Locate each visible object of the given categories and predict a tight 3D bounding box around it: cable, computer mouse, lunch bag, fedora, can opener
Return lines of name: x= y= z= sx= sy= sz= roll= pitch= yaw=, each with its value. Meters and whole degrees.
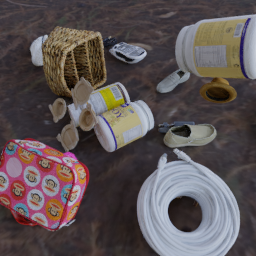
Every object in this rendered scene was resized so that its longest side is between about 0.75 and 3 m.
cable: x=1.661 y=2.400 z=8.045 sx=2.879 sy=0.997 sz=2.880 roll=32 pitch=66 yaw=10
computer mouse: x=-0.352 y=-3.698 z=13.689 sx=2.793 sy=0.613 sz=1.532 roll=30 pitch=51 yaw=29
lunch bag: x=-2.693 y=1.782 z=8.353 sx=2.726 sy=1.117 sz=2.401 roll=23 pitch=98 yaw=18
fedora: x=3.103 y=-1.347 z=9.624 sx=1.313 sy=1.313 sz=0.535 roll=11 pitch=68 yaw=9
can opener: x=1.870 y=-0.010 z=10.850 sx=1.388 sy=0.370 sz=0.464 roll=1 pitch=83 yaw=0

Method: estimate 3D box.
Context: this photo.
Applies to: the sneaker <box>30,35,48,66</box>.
sneaker: x=-4.366 y=-3.692 z=13.647 sx=0.850 sy=0.807 sz=2.112 roll=-8 pitch=46 yaw=11

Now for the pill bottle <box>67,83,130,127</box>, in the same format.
pill bottle: x=-1.135 y=-0.851 z=10.871 sx=2.259 sy=1.234 sz=1.234 roll=-23 pitch=54 yaw=-16

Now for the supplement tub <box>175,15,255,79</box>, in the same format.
supplement tub: x=2.981 y=-2.504 z=8.830 sx=2.528 sy=1.838 sz=1.838 roll=12 pitch=47 yaw=41

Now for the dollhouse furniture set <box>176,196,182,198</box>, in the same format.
dollhouse furniture set: x=1.792 y=1.800 z=9.260 sx=1.023 sy=0.530 sz=0.453 roll=-38 pitch=96 yaw=-23

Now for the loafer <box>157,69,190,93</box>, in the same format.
loafer: x=1.998 y=-2.163 z=12.348 sx=1.857 sy=0.648 sz=0.649 roll=-34 pitch=58 yaw=-25

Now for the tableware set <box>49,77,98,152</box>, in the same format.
tableware set: x=-1.947 y=-0.481 z=10.069 sx=0.284 sy=2.445 sz=2.043 roll=7 pitch=53 yaw=-52

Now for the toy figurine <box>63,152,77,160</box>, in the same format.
toy figurine: x=-2.073 y=1.244 z=9.125 sx=1.129 sy=1.039 sz=0.847 roll=15 pitch=23 yaw=14

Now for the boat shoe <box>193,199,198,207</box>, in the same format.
boat shoe: x=2.227 y=2.177 z=9.022 sx=0.280 sy=0.280 sz=0.795 roll=27 pitch=47 yaw=14

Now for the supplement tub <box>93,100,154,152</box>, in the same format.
supplement tub: x=-0.161 y=-0.114 z=10.178 sx=1.902 sy=1.383 sz=1.383 roll=-26 pitch=55 yaw=-20

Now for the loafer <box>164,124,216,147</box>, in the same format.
loafer: x=2.344 y=0.226 z=10.346 sx=2.042 sy=0.697 sz=0.773 roll=-12 pitch=52 yaw=-10

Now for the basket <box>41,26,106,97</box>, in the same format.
basket: x=-2.113 y=-2.451 z=11.299 sx=1.956 sy=2.625 sz=1.874 roll=12 pitch=52 yaw=10
